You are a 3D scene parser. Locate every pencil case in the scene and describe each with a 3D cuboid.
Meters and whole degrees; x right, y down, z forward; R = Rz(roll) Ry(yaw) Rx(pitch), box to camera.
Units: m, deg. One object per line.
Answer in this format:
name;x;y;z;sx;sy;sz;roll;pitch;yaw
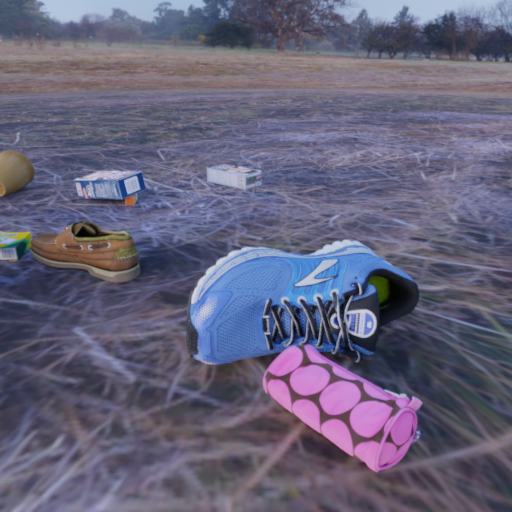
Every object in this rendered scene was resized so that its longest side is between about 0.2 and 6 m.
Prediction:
pencil case;0.853;1.491;5.840;1.678;0.786;0.761;23;-2;43

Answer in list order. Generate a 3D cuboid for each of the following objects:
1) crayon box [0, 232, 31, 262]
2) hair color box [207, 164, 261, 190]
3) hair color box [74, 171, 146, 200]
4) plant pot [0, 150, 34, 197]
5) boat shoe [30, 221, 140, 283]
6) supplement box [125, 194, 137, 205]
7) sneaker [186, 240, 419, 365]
crayon box;-5.002;-0.176;10.801;1.055;0.308;0.910;-2;21;-4
hair color box;-0.637;-2.285;16.078;1.487;0.451;0.736;17;27;36
hair color box;-3.775;-1.830;14.399;1.737;0.526;0.868;5;25;36
plant pot;-6.707;-2.104;15.004;1.070;1.070;1.148;3;35;7
boat shoe;-3.126;-0.238;10.196;2.515;0.855;0.905;10;24;26
supplement box;-3.183;-1.479;14.297;0.231;0.239;0.694;-1;18;-5
sneaker;0.742;0.611;7.280;3.580;1.406;1.596;-14;22;-33
